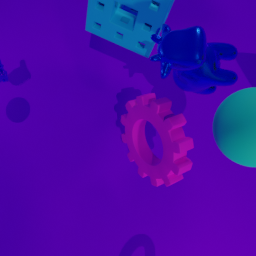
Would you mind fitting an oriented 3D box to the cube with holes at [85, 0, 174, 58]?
[{"bbox_3d":[0.153,-2.466,5.210,1.346,1.346,1.346,24,60,-1],"label":"cube with holes"}]

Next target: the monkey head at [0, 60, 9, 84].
[{"bbox_3d":[-3.024,-1.239,6.131,0.623,1.034,0.744,-20,102,-35],"label":"monkey head"}]

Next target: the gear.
[{"bbox_3d":[0.496,0.243,5.511,0.332,1.795,1.795,-18,74,-31],"label":"gear"}]

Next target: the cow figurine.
[{"bbox_3d":[1.064,-1.118,4.900,1.646,1.673,0.918,4,82,-10],"label":"cow figurine"}]

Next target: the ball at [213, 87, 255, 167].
[{"bbox_3d":[1.704,-0.010,3.789,1.069,1.069,1.069,0,75,0],"label":"ball"}]
